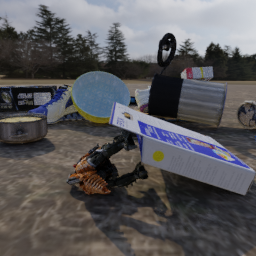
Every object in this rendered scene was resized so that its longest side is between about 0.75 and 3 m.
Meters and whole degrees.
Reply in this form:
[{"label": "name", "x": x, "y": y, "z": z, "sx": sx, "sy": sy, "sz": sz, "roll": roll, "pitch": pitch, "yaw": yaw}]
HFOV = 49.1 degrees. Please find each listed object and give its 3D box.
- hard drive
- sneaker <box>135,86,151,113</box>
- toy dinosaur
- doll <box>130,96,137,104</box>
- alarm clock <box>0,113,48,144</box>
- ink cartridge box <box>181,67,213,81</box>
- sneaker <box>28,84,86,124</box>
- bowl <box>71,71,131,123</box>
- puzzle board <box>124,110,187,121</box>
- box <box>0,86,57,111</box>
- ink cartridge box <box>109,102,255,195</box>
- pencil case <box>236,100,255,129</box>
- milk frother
[{"label": "hard drive", "x": 0.734, "y": -0.047, "z": 9.556, "sx": 1.460, "sy": 0.344, "sz": 2.092, "roll": -1, "pitch": 11, "yaw": -3}, {"label": "sneaker", "x": 1.540, "y": -1.416, "z": 12.299, "sx": 2.626, "sy": 0.983, "sz": 1.308, "roll": -6, "pitch": 55, "yaw": -24}, {"label": "toy dinosaur", "x": -0.410, "y": 0.757, "z": 4.786, "sx": 1.358, "sy": 1.022, "sz": 2.001, "roll": -22, "pitch": 30, "yaw": -5}, {"label": "doll", "x": -0.076, "y": -1.827, "z": 17.785, "sx": 2.487, "sy": 0.603, "sz": 1.697, "roll": 11, "pitch": 7, "yaw": 19}, {"label": "alarm clock", "x": -3.111, "y": 0.046, "z": 8.109, "sx": 1.513, "sy": 0.747, "sz": 2.243, "roll": -3, "pitch": 10, "yaw": -17}, {"label": "ink cartridge box", "x": 2.693, "y": -2.049, "z": 10.940, "sx": 1.057, "sy": 0.441, "sz": 0.767, "roll": -4, "pitch": -6, "yaw": -3}, {"label": "sneaker", "x": -2.882, "y": -1.027, "z": 11.542, "sx": 2.589, "sy": 1.495, "sz": 1.046, "roll": -11, "pitch": 15, "yaw": -44}, {"label": "bowl", "x": -1.185, "y": -1.049, "z": 11.538, "sx": 2.361, "sy": 2.361, "sz": 1.270, "roll": -4, "pitch": -30, "yaw": -19}, {"label": "puzzle board", "x": 1.303, "y": -0.561, "z": 12.439, "sx": 2.987, "sy": 0.260, "sz": 2.251, "roll": 0, "pitch": 10, "yaw": -3}, {"label": "box", "x": -5.457, "y": -1.700, "z": 15.530, "sx": 2.869, "sy": 1.236, "sz": 2.350, "roll": -2, "pitch": 11, "yaw": -9}, {"label": "ink cartridge box", "x": 0.798, "y": 0.276, "z": 5.619, "sx": 2.530, "sy": 0.595, "sz": 2.500, "roll": 17, "pitch": 12, "yaw": -4}, {"label": "pencil case", "x": 5.137, "y": -0.608, "z": 10.388, "sx": 2.509, "sy": 1.122, "sz": 0.976, "roll": -8, "pitch": 6, "yaw": -33}, {"label": "milk frother", "x": 2.255, "y": -1.762, "z": 10.260, "sx": 2.638, "sy": 2.804, "sz": 2.531, "roll": 10, "pitch": 46, "yaw": 11}]
